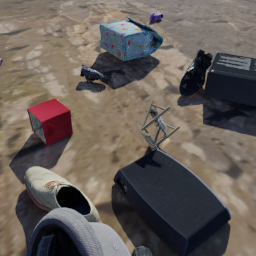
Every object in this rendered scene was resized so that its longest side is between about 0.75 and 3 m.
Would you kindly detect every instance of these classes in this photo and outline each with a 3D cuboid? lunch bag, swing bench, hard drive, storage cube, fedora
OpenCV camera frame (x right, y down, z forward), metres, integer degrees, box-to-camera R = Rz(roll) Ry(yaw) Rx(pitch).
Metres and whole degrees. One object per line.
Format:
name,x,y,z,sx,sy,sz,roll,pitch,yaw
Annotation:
lunch bag,0.195,-4.293,13.237,2.439,1.487,2.078,-23,44,-28
swing bench,0.799,-0.004,7.969,0.704,1.080,1.086,26,72,37
hard drive,0.981,1.557,6.702,1.735,0.544,2.572,-25,45,-27
storage cube,-2.358,-0.195,8.595,0.972,0.924,1.081,-28,47,-32
fedora,-0.638,2.632,4.507,1.227,2.403,2.718,9,40,-43

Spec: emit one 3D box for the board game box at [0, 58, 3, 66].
board game box,-6.024,-2.777,12.421,0.665,0.179,1.107,-1,39,-8

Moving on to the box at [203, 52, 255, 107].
box,4.428,-1.787,10.440,2.746,1.083,1.938,16,38,18

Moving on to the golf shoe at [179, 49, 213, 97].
golf shoe,2.603,-1.983,11.017,0.862,1.047,2.216,33,69,3

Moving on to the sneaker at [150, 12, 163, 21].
sneaker,1.783,-6.866,17.297,0.504,0.459,1.141,34,48,25

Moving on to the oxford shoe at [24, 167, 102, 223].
oxford shoe,-1.559,1.476,6.479,2.583,0.954,0.914,27,46,30

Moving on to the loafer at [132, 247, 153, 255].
loafer,0.697,3.115,4.619,0.846,0.819,2.411,-9,44,-19

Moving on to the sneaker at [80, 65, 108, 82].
sneaker,-1.411,-2.079,11.333,1.250,0.566,0.415,25,9,13
